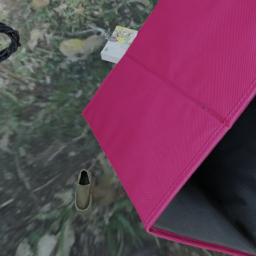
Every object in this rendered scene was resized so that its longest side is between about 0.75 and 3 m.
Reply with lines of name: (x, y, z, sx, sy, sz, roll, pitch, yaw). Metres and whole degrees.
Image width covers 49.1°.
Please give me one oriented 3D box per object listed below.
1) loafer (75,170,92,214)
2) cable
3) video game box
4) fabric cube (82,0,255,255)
loafer: (-0.991, 1.358, 6.120, 0.379, 0.351, 1.007, -4, 60, -2)
cable: (-2.449, -1.542, 4.905, 1.131, 0.923, 0.287, -20, 52, 13)
video game box: (0.063, -2.366, 8.275, 1.356, 0.317, 1.235, 20, 64, 11)
fabric cube: (1.216, -0.133, 3.778, 2.428, 2.382, 2.420, -55, 34, 12)
